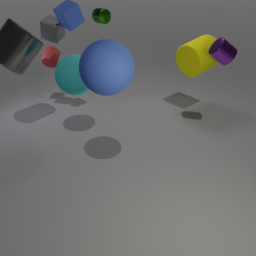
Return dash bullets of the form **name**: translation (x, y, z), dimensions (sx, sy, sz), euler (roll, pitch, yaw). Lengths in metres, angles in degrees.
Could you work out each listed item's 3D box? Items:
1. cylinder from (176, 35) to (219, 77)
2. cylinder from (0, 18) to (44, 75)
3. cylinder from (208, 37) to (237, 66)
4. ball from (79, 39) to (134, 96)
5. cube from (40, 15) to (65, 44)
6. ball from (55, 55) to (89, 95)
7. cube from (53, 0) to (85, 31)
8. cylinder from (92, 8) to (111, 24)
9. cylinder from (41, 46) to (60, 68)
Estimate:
- **cylinder**: translation (3.008, -3.066, 11.916), dimensions (1.400, 1.400, 1.400), euler (-31, 40, -27)
- **cylinder**: translation (-3.965, -2.845, 9.885), dimensions (1.400, 1.400, 1.400), euler (37, 5, -4)
- **cylinder**: translation (3.285, -2.650, 9.719), dimensions (0.700, 0.700, 0.700), euler (31, 23, -19)
- **ball**: translation (-0.540, -1.523, 7.111), dimensions (1.400, 1.400, 1.400), euler (0, 29, 0)
- **cube**: translation (-2.891, -3.803, 10.778), dimensions (0.700, 0.700, 0.700), euler (20, 45, 6)
- **ball**: translation (-1.837, -1.841, 9.771), dimensions (1.400, 1.400, 1.400), euler (0, 29, 0)
- **cube**: translation (-2.100, -4.031, 10.008), dimensions (0.700, 0.700, 0.700), euler (-43, 55, -15)
- **cylinder**: translation (-1.317, -5.555, 13.885), dimensions (0.700, 0.700, 0.700), euler (-19, 33, -31)
- **cylinder**: translation (-3.468, -3.201, 12.622), dimensions (0.700, 0.700, 0.700), euler (4, 65, 7)
